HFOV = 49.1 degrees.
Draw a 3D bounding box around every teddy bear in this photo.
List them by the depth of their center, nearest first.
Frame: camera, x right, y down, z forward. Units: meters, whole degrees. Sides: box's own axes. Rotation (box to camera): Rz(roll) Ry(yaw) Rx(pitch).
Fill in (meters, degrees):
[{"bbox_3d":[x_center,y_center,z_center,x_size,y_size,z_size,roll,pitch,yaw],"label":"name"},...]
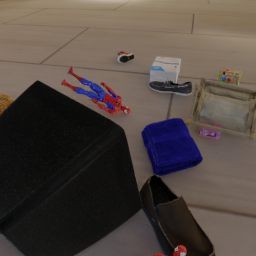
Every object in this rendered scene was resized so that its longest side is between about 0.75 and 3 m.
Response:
[{"bbox_3d":[-4.834,-0.673,10.533,2.507,0.837,1.818,13,39,18],"label":"teddy bear"}]

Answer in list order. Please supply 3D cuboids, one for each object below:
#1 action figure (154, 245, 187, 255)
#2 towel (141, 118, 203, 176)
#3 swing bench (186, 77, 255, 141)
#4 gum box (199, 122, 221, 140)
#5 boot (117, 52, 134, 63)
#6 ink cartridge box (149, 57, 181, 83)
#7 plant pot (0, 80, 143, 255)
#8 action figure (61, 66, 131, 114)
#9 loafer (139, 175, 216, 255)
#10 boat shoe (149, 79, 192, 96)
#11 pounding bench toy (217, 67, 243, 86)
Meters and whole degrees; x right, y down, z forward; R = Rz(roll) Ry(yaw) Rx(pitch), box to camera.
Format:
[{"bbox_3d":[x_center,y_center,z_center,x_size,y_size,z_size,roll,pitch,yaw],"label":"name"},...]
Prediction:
[{"bbox_3d":[0.291,2.826,4.931,2.372,1.174,0.774,-34,53,-30],"label":"action figure"},{"bbox_3d":[1.296,0.478,8.784,1.527,0.512,2.068,-17,39,2],"label":"towel"},{"bbox_3d":[3.439,-0.779,9.912,2.244,1.464,2.256,15,20,16],"label":"swing bench"},{"bbox_3d":[2.992,-0.101,10.056,0.690,0.402,1.216,13,37,16],"label":"gum box"},{"bbox_3d":[-0.390,-3.983,15.660,0.941,0.472,1.305,24,33,31],"label":"boot"},{"bbox_3d":[1.883,-2.930,13.864,1.280,0.737,2.211,8,35,12],"label":"ink cartridge box"},{"bbox_3d":[-1.763,1.185,6.235,2.966,2.973,2.638,28,56,34],"label":"plant pot"},{"bbox_3d":[-1.110,-1.275,10.684,2.802,0.724,0.917,29,69,-16],"label":"action figure"},{"bbox_3d":[1.005,2.071,6.445,0.959,0.937,2.627,-18,38,-24],"label":"loafer"},{"bbox_3d":[1.901,-1.941,12.532,1.984,0.622,0.721,13,37,18],"label":"boat shoe"},{"bbox_3d":[4.515,-2.137,12.697,0.958,0.763,1.228,17,38,22],"label":"pounding bench toy"}]
